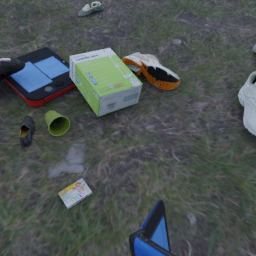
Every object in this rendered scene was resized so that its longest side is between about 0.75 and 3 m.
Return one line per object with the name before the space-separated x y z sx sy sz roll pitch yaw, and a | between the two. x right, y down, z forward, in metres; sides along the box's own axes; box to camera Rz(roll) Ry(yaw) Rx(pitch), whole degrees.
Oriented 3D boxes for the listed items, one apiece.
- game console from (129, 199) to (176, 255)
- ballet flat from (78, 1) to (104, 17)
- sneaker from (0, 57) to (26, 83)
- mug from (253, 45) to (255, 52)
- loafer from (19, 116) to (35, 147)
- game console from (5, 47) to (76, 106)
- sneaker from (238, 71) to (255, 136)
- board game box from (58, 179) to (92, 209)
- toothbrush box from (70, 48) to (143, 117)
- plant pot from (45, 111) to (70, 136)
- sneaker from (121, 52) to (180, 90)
game console | 0.989 3.002 5.349 1.505 2.544 2.172 -17 13 -33
ballet flat | -2.020 -6.495 15.122 1.576 0.502 0.531 -26 56 -19
sneaker | -5.039 -1.785 10.875 2.590 0.980 1.496 -5 80 27
mug | 6.688 -3.755 12.528 1.362 1.328 1.659 41 68 18
loafer | -3.630 0.019 10.028 0.473 0.469 1.298 -8 52 -5
game console | -3.674 -2.286 11.800 2.642 0.464 2.987 -36 61 -27
sneaker | 4.658 -0.916 9.831 1.143 1.458 2.935 -4 47 2
board game box | -1.630 2.017 8.665 0.859 0.147 0.578 -31 59 -22
toothbrush box | -0.925 -1.869 10.930 1.839 1.087 2.525 -21 58 -27
plant pot | -2.635 -0.243 10.132 0.815 0.815 0.774 -30 45 -22
sneaker | 1.091 -2.577 11.788 2.657 1.006 1.222 29 51 18
